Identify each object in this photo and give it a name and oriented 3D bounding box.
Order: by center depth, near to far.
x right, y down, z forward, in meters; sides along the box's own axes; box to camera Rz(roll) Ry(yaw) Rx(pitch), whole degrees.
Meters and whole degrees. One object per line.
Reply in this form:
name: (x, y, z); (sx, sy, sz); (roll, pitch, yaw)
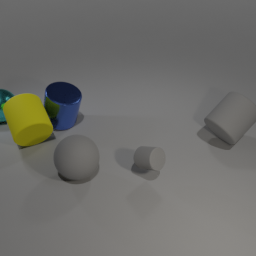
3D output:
cylinder: (0.652, 0.913, 8.459); (0.700, 0.700, 0.700); (-30, 20, -38)
ball: (-1.579, 0.900, 8.647); (1.400, 1.400, 1.400); (0, 32, 0)
cylinder: (3.750, -0.351, 10.140); (1.400, 1.400, 1.400); (-46, 44, -2)
cylinder: (-3.636, -0.292, 10.200); (1.400, 1.400, 1.400); (-18, 62, -25)
cylinder: (-2.642, -0.882, 11.165); (1.400, 1.400, 1.400); (12, 44, -12)
ball: (-5.290, -0.931, 11.637); (1.400, 1.400, 1.400); (0, 32, 0)
